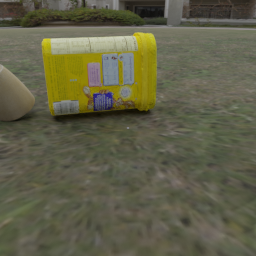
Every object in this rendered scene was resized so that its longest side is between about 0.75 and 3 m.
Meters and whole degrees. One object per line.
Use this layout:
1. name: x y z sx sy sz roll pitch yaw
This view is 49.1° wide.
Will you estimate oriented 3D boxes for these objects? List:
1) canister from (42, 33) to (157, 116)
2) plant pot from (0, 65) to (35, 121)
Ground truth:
1. canister: -0.774 -1.484 7.800 2.911 2.162 1.260 -6 20 -13
2. plant pot: -3.306 -1.016 7.484 1.164 1.243 1.164 -7 47 8
